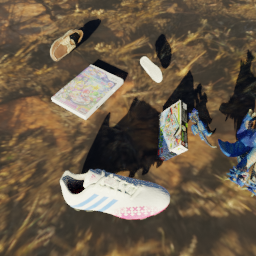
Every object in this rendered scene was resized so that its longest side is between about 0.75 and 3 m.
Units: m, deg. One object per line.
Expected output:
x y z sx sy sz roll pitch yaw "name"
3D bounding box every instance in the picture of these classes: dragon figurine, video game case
1.768 0.027 6.867 0.321 0.543 1.092 -34 47 27 "dragon figurine"
-1.141 -1.096 8.091 1.258 0.158 1.757 28 57 21 "video game case"
2.541 0.411 6.116 0.816 1.379 2.774 39 15 -11 "dragon figurine"

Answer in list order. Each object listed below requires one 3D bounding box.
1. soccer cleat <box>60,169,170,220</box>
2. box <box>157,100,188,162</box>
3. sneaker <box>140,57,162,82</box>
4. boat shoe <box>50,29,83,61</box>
-0.316 1.212 5.377 2.174 0.939 0.759 -3 38 16 "soccer cleat"
1.082 0.057 6.794 0.244 0.773 1.405 32 45 -26 "box"
0.670 -1.652 7.946 0.324 0.341 0.848 -37 91 1 "sneaker"
-1.963 -2.732 9.036 0.517 0.545 1.439 1 52 44 "boat shoe"
